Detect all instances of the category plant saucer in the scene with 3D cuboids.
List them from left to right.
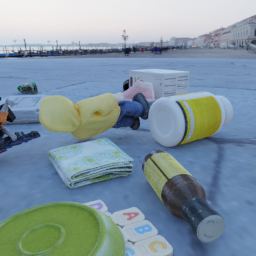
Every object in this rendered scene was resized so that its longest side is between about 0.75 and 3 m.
[{"bbox_3d":[-0.820,1.157,2.711,1.581,0.246,1.581,-6,19,2],"label":"plant saucer"}]

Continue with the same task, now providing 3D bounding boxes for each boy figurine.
[{"bbox_3d":[-0.730,-0.245,5.993,2.428,1.510,0.782,-5,61,-34],"label":"boy figurine"}]

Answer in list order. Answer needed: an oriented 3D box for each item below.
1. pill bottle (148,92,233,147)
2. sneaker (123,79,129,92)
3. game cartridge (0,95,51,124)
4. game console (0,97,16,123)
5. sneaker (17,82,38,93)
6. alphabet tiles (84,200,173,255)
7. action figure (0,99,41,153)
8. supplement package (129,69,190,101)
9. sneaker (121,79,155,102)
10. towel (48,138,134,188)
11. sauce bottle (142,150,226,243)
[{"bbox_3d":[1.472,-0.257,6.318,1.890,1.059,1.059,-11,20,-33],"label":"pill bottle"},{"bbox_3d":[0.029,-1.947,12.856,0.632,0.579,1.508,-1,15,-18],"label":"sneaker"},{"bbox_3d":[-3.259,-0.610,8.607,1.643,0.499,2.464,1,16,-9],"label":"game cartridge"},{"bbox_3d":[-2.966,-0.654,6.352,0.145,1.200,0.708,-33,16,-8],"label":"game console"},{"bbox_3d":[-4.435,-1.711,12.390,1.276,0.498,0.544,3,22,42],"label":"sneaker"},{"bbox_3d":[-0.377,1.235,2.950,1.514,0.113,1.548,-7,18,-24],"label":"alphabet tiles"},{"bbox_3d":[-2.325,-0.009,5.049,1.363,1.319,0.713,-15,51,-37],"label":"action figure"},{"bbox_3d":[1.213,-1.768,11.308,1.521,1.083,1.953,-13,20,-38],"label":"supplement package"},{"bbox_3d":[0.237,-1.377,10.319,1.584,0.828,0.596,3,12,29],"label":"sneaker"},{"bbox_3d":[-0.669,0.547,4.889,1.165,0.328,1.361,-8,18,-27],"label":"towel"},{"bbox_3d":[0.647,0.812,3.650,0.544,0.544,1.682,-4,18,-12],"label":"sauce bottle"}]
